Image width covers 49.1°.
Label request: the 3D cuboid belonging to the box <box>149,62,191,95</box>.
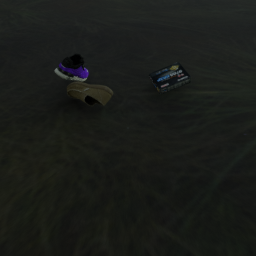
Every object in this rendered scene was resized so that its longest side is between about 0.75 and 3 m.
[{"bbox_3d":[1.596,-1.918,10.752,1.308,0.301,1.039,-22,50,-5],"label":"box"}]

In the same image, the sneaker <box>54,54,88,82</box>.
[{"bbox_3d":[-1.889,-2.314,10.558,0.655,0.938,1.885,40,20,9],"label":"sneaker"}]

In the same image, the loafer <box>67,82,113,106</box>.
[{"bbox_3d":[-1.428,-1.151,9.689,1.896,0.721,0.639,6,65,32],"label":"loafer"}]
